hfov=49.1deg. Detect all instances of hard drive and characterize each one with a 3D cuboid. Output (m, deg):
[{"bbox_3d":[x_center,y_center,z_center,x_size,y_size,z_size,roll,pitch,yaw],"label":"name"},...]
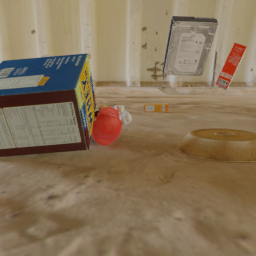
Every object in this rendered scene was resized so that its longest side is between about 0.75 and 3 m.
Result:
[{"bbox_3d":[2.789,-3.682,12.954,1.993,2.852,0.540,1,47,-4],"label":"hard drive"}]

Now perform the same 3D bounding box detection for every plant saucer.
[{"bbox_3d":[2.628,0.370,7.607,2.601,0.460,2.601,0,9,0],"label":"plant saucer"}]

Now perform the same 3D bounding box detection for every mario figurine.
[{"bbox_3d":[-0.923,-0.301,8.841,1.547,1.328,2.506,-42,18,-20],"label":"mario figurine"}]

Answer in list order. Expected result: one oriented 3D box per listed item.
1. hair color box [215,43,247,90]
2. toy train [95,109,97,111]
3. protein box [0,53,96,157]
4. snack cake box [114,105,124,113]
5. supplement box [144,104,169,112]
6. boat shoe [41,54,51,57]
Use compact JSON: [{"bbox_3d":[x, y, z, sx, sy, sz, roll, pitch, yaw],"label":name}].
[{"bbox_3d":[3.714,-2.194,10.145,0.494,1.546,0.857,25,10,16],"label":"hair color box"},{"bbox_3d":[-2.094,-0.635,13.662,0.830,0.630,1.452,-2,7,33],"label":"toy train"},{"bbox_3d":[-2.227,-0.683,7.256,2.452,1.654,2.434,-4,33,2],"label":"protein box"},{"bbox_3d":[-0.562,-1.197,17.755,0.258,0.442,0.768,7,11,39],"label":"snack cake box"},{"bbox_3d":[1.827,-1.313,18.251,1.595,0.549,0.531,2,8,4],"label":"supplement box"},{"bbox_3d":[-2.432,-2.248,10.039,1.575,0.517,0.567,37,53,6],"label":"boat shoe"}]
